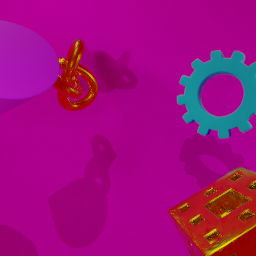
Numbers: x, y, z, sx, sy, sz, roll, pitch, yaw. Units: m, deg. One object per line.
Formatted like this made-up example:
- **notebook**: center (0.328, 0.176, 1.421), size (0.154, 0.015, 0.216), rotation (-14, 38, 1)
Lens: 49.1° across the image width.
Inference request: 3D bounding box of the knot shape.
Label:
- **knot shape**: center (-1.139, -0.991, 5.477), size (0.676, 1.368, 1.462), rotation (-1, 104, 17)

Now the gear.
- **gear**: center (1.945, -0.689, 5.857), size (1.778, 0.329, 1.778), rotation (0, 91, 28)

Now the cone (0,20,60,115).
- **cone**: center (-2.078, -0.643, 4.647), size (1.535, 1.541, 1.535), rotation (15, 52, -20)

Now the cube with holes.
- **cube with holes**: center (1.264, 1.240, 2.980), size (1.071, 1.071, 1.071), rotation (-29, 98, -6)
